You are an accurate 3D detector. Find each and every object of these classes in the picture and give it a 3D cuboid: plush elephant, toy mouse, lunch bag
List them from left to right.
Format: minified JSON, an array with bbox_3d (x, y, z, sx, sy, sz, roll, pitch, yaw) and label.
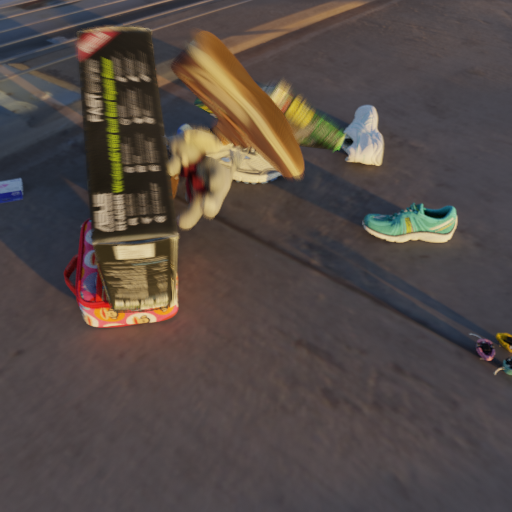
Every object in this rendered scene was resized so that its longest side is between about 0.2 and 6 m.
[{"bbox_3d":[-2.584,0.205,10.739,2.112,0.982,2.397,-6,49,-6],"label":"lunch bag"},{"bbox_3d":[-1.287,-1.806,11.448,2.015,1.560,1.659,-59,19,-16],"label":"plush elephant"},{"bbox_3d":[4.189,1.741,9.609,1.186,0.229,1.054,19,44,21],"label":"toy mouse"}]

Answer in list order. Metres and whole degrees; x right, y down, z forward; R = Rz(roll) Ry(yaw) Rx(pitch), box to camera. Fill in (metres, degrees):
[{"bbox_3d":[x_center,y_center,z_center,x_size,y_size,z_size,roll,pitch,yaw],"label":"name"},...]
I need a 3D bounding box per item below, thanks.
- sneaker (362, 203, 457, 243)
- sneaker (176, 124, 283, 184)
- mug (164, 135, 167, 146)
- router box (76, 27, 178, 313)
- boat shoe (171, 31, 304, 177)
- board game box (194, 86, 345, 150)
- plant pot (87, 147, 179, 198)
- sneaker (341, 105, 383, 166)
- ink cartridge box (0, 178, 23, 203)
[{"bbox_3d":[3.320,-0.809,12.158,2.021,0.805,0.783,-1,40,0],"label":"sneaker"},{"bbox_3d":[-0.549,-2.656,13.894,3.139,1.337,1.209,2,41,-1],"label":"sneaker"},{"bbox_3d":[-2.438,-2.584,11.903,0.811,0.831,1.012,19,59,22],"label":"mug"},{"bbox_3d":[-2.044,-1.280,9.074,1.160,2.799,3.736,-6,67,-10],"label":"router box"},{"bbox_3d":[-0.320,-2.453,9.892,1.057,2.937,1.060,-32,24,28],"label":"boat shoe"},{"bbox_3d":[0.166,-3.240,13.196,2.049,0.459,3.911,23,1,-32],"label":"board game box"},{"bbox_3d":[-2.740,-1.938,12.923,1.744,1.761,1.761,12,41,2],"label":"plant pot"},{"bbox_3d":[2.778,-3.320,15.059,1.006,0.883,2.510,-1,41,4],"label":"sneaker"},{"bbox_3d":[-6.055,-1.564,13.540,0.762,0.168,0.776,-12,41,-15],"label":"ink cartridge box"}]
